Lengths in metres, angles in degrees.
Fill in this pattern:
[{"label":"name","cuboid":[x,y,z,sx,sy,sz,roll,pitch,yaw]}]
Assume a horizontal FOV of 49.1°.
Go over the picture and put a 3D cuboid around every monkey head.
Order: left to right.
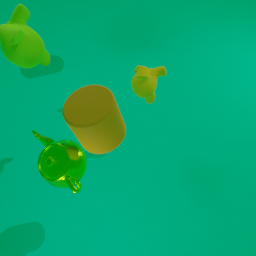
[{"label":"monkey head","cuboid":[-1.889,-1.649,5.141,0.868,1.441,1.036,27,90,7]},{"label":"monkey head","cuboid":[0.508,-1.094,6.633,0.849,1.180,0.711,-10,62,13]}]

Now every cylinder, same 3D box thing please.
[{"label":"cylinder","cuboid":[-0.449,-0.111,3.927,0.715,0.715,0.715,-7,55,10]}]

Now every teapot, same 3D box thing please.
[{"label":"teapot","cuboid":[-1.041,0.493,4.190,0.745,0.587,1.199,-43,68,8]}]
